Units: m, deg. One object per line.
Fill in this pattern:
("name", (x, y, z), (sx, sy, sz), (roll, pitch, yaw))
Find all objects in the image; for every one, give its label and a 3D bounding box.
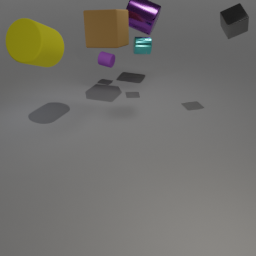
("cylinder", (0.659, -5.300, 13.169), (1.400, 1.400, 1.400), (24, 33, 1))
("cube", (3.585, -3.597, 9.465), (0.700, 0.700, 0.700), (-21, 63, 11))
("cylinder", (-1.118, -3.563, 14.581), (0.700, 0.700, 0.700), (18, 34, 16))
("cylinder", (-3.116, -2.834, 9.507), (1.400, 1.400, 1.400), (9, 9, 15))
("cylinder", (0.598, -3.456, 11.759), (0.700, 0.700, 0.700), (0, 30, -6))
("cube", (-0.843, -4.047, 11.401), (1.400, 1.400, 1.400), (6, 23, 18))
